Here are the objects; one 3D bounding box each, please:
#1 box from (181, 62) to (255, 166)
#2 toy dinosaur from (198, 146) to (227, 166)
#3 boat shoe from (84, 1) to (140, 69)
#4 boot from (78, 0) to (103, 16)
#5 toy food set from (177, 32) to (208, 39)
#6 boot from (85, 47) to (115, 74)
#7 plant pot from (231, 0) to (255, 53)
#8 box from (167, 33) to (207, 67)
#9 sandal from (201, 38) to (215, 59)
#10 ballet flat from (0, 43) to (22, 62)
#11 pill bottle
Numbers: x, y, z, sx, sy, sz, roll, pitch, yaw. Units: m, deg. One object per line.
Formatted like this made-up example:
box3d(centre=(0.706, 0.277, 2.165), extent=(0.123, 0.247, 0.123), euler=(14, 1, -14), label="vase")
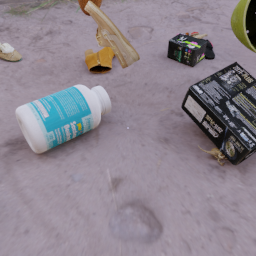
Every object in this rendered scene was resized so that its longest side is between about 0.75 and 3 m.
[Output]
box3d(centre=(3.033, -0.467, 7.906), extent=(1.924, 1.012, 2.350), euler=(-30, 66, -20), label="box")
box3d(centre=(2.543, 0.745, 7.927), extent=(1.194, 0.347, 0.604), euler=(0, 33, -21), label="toy dinosaur")
box3d(centre=(-0.584, -2.733, 8.522), extent=(0.790, 2.285, 0.842), euler=(-39, 26, 12), label="boat shoe")
box3d(centre=(-1.327, -4.803, 9.084), extent=(1.016, 2.757, 2.133), euler=(5, 38, -4), label="boot")
box3d(centre=(2.774, -4.275, 13.019), extent=(1.615, 0.254, 1.027), euler=(-24, 35, -22), label="toy food set")
box3d(centre=(-0.798, -2.838, 11.463), extent=(1.912, 0.673, 1.369), euler=(-16, 51, -10), label="boot")
box3d(centre=(3.831, -3.114, 7.916), extent=(2.108, 2.108, 2.253), euler=(-2, 20, -2), label="plant pot")
box3d(centre=(2.456, -3.279, 11.718), extent=(1.308, 0.813, 0.971), euler=(29, 51, 28), label="box")
box3d(centre=(3.492, -3.597, 12.362), extent=(0.614, 0.369, 1.636), euler=(-3, 44, -3), label="sandal")
box3d(centre=(-5.355, -3.352, 11.932), extent=(1.893, 0.618, 0.667), euler=(19, 48, 19), label="ballet flat")
box3d(centre=(-1.804, -0.394, 8.267), extent=(2.580, 1.429, 1.429), euler=(-27, 50, -24), label="pill bottle")
